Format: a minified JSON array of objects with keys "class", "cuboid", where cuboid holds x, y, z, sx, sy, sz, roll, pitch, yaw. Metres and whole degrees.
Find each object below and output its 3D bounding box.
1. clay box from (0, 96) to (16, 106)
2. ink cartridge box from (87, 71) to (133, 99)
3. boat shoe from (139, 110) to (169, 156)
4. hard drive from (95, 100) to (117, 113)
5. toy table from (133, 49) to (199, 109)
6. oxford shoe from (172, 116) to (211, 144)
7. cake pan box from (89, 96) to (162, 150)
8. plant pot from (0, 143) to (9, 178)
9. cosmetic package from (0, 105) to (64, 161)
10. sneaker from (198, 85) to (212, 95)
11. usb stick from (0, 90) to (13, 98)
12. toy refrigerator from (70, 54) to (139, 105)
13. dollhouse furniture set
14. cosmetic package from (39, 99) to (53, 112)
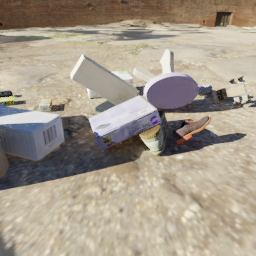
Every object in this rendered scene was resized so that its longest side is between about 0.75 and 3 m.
[{"class":"clay box","cuboid":[-5.747,-1.236,13.060,1.039,0.247,0.597,-9,26,-18]},{"class":"ink cartridge box","cuboid":[-1.261,-2.230,14.350,2.801,0.943,1.640,-5,26,-10]},{"class":"boat shoe","cuboid":[0.930,0.077,9.811,0.963,0.824,2.629,-19,17,19]},{"class":"hard drive","cuboid":[-0.519,-0.857,12.238,1.514,0.249,1.056,13,28,24]},{"class":"toy table","cuboid":[1.626,-1.970,12.318,2.714,2.495,1.590,11,36,-40]},{"class":"oxford shoe","cuboid":[2.152,-0.072,9.371,1.508,0.547,0.537,-32,-1,-19]},{"class":"cake pan box","cuboid":[-0.153,-0.287,9.617,2.253,0.589,2.075,-26,25,-6]},{"class":"plant pot","cuboid":[-4.676,0.148,7.427,2.371,2.532,2.371,0,26,0]},{"class":"cosmetic package","cuboid":[-3.797,0.076,9.336,2.925,1.083,1.487,9,26,22]},{"class":"sneaker","cuboid":[3.696,-2.003,14.559,1.278,0.463,0.729,-10,20,-36]},{"class":"usb stick","cuboid":[-6.541,-1.544,13.640,1.710,0.279,0.474,-16,43,-29]},{"class":"toy refrigerator","cuboid":[-0.938,-1.830,11.343,2.599,0.986,0.909,28,15,-24]},{"class":"dollhouse furniture set","cuboid":[4.715,-1.619,12.887,0.887,1.171,1.336,-20,5,-39]},{"class":"cosmetic package","cuboid":[-3.659,-1.018,12.512,0.471,0.318,0.896,-4,25,-8]}]
